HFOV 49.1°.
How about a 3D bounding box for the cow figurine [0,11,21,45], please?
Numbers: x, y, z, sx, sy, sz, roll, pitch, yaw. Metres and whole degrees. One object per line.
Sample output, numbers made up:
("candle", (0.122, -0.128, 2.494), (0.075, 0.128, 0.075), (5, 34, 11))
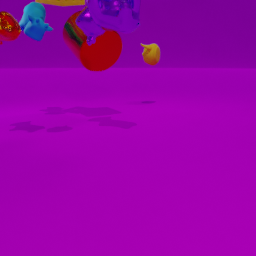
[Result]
("cow figurine", (-2.704, -2.056, 5.892), (1.183, 0.649, 1.164), (11, -2, 11))

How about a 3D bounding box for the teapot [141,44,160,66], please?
("teapot", (0.845, -2.832, 10.723), (0.640, 0.812, 1.306), (8, -17, 22))

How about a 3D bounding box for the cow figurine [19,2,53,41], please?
("cow figurine", (-2.614, -3.071, 7.958), (0.731, 1.331, 1.310), (22, -20, -38))

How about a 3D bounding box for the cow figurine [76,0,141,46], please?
("cow figurine", (-0.430, -2.410, 6.226), (1.583, 0.869, 1.558), (25, -22, 13))

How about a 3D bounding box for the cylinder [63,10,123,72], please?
("cylinder", (-1.046, -2.544, 8.198), (1.336, 1.336, 1.336), (-9, 45, -34))

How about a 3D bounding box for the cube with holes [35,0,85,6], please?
("cube with holes", (-1.822, -3.851, 7.503), (0.951, 0.951, 0.951), (18, 32, 23))
